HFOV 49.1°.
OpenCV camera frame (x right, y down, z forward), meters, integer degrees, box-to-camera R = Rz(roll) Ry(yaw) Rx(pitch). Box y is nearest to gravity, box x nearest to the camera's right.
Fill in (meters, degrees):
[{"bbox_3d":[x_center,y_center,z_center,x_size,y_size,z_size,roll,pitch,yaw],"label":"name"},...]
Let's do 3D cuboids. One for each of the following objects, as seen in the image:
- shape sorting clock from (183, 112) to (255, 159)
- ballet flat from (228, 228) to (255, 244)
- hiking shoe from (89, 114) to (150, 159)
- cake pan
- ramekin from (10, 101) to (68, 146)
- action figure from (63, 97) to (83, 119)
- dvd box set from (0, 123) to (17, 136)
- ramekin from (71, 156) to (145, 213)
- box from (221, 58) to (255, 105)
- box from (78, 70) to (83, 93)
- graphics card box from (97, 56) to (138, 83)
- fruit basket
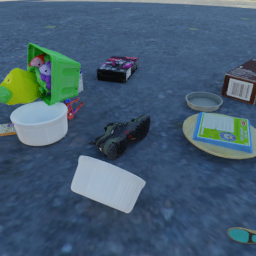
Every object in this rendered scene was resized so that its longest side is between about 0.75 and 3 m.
[{"bbox_3d":[3.041,0.200,9.015,2.557,0.502,2.557,1,30,0],"label":"shape sorting clock"},{"bbox_3d":[2.548,2.271,5.896,0.890,0.306,0.281,10,5,12],"label":"ballet flat"},{"bbox_3d":[-0.183,0.051,8.928,1.132,0.852,2.249,25,40,30],"label":"hiking shoe"},{"bbox_3d":[3.057,-1.061,11.337,1.464,0.269,1.464,0,31,0],"label":"cake pan"},{"bbox_3d":[-2.840,-0.162,9.217,1.775,0.865,1.775,-2,29,1],"label":"ramekin"},{"bbox_3d":[-2.100,-1.063,10.635,0.927,0.611,1.873,-29,44,11],"label":"action figure"},{"bbox_3d":[-4.219,0.058,9.628,0.849,0.125,0.621,-8,32,-14],"label":"dvd box set"},{"bbox_3d":[-0.480,1.283,6.245,1.596,1.596,0.778,15,74,23],"label":"ramekin"},{"bbox_3d":[5.532,-2.128,12.344,1.479,1.107,2.954,24,37,35],"label":"box"},{"bbox_3d":[-2.500,-2.083,12.369,0.871,0.947,0.497,12,33,18],"label":"box"},{"bbox_3d":[-0.479,-3.033,14.277,1.509,0.612,2.406,10,33,15],"label":"graphics card box"},{"bbox_3d":[-3.263,-1.794,9.754,2.735,1.973,2.735,8,22,-3],"label":"fruit basket"}]
